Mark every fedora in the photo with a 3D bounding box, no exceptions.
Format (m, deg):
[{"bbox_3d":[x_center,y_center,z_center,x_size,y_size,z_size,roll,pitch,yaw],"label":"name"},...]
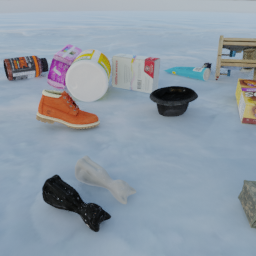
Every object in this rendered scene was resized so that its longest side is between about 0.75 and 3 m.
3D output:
[{"bbox_3d":[1.512,-0.830,9.343,1.624,0.742,1.624,-2,29,1],"label":"fedora"}]

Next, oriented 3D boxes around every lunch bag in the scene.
[{"bbox_3d":[2.709,1.440,5.191,1.007,0.592,0.826,7,28,1],"label":"lunch bag"}]

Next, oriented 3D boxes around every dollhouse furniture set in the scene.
[{"bbox_3d":[4.998,-2.996,12.916,1.811,1.801,2.570,6,4,14],"label":"dollhouse furniture set"}]

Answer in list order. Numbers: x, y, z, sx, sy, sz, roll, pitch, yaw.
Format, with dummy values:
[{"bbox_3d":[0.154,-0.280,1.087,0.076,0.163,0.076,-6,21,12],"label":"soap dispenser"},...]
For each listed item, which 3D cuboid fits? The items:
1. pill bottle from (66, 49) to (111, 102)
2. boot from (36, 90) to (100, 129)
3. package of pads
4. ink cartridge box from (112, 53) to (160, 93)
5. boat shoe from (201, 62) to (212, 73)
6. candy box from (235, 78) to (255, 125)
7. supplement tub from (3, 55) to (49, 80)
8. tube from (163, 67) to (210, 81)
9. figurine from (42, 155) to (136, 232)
[{"bbox_3d":[-1.475,-2.242,11.180,1.565,1.565,2.775,0,28,0],"label":"pill bottle"},{"bbox_3d":[-1.723,-0.570,8.381,1.897,1.017,0.712,11,16,-10],"label":"boot"},{"bbox_3d":[-2.747,-2.722,12.250,0.870,1.385,2.298,19,27,-8],"label":"package of pads"},{"bbox_3d":[0.303,-2.258,11.412,1.804,1.315,0.747,13,29,21],"label":"ink cartridge box"},{"bbox_3d":[3.622,-2.866,13.508,1.086,0.504,0.406,-21,34,-36],"label":"boat shoe"},{"bbox_3d":[4.601,-0.927,9.560,1.524,0.738,2.612,8,30,12],"label":"candy box"},{"bbox_3d":[-4.651,-2.795,12.859,1.852,0.990,0.990,-16,31,-27],"label":"supplement tub"},{"bbox_3d":[2.758,-2.660,13.167,0.852,0.554,2.199,-17,27,-40],"label":"tube"},{"bbox_3d":[-0.704,1.284,5.603,1.392,0.614,1.427,26,36,27],"label":"figurine"}]
